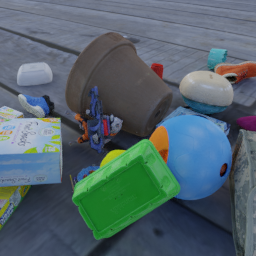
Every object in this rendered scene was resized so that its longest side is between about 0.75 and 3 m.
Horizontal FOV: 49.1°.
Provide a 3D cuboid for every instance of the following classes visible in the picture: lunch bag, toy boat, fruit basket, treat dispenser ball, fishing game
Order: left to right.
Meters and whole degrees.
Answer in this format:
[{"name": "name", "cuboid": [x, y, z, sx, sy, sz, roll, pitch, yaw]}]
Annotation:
[{"name": "fishing game", "cuboid": [-0.851, 1.195, 6.947, 1.159, 0.180, 0.830, -8, 38, -12]}, {"name": "fruit basket", "cuboid": [-0.079, 1.116, 5.621, 2.004, 2.004, 1.445, -29, 83, -35]}, {"name": "toy boat", "cuboid": [2.041, -1.267, 9.661, 2.993, 1.391, 2.516, 15, 25, 13]}, {"name": "treat dispenser ball", "cuboid": [1.347, 0.647, 6.298, 1.884, 1.884, 1.884, 0, 34, 0]}, {"name": "lunch bag", "cuboid": [3.215, 1.469, 5.296, 2.271, 1.628, 2.769, 7, 41, 9]}]

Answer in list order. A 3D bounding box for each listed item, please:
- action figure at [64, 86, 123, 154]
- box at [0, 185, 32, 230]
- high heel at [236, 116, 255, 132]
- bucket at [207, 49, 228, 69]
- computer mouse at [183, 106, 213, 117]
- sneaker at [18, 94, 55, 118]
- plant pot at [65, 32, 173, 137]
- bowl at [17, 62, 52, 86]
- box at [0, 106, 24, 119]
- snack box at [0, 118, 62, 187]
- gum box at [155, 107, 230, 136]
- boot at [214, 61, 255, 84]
[{"name": "action figure", "cuboid": [-0.904, -0.217, 7.621, 1.678, 1.735, 0.907, 2, 1, 27]}, {"name": "box", "cuboid": [-3.098, 1.684, 5.937, 1.227, 0.506, 2.091, 8, 32, 11]}, {"name": "high heel", "cuboid": [4.614, -0.353, 8.286, 2.522, 1.212, 0.850, 7, 35, 10]}, {"name": "bucket", "cuboid": [3.998, -3.066, 12.534, 0.659, 1.013, 1.013, 17, 38, 25]}, {"name": "computer mouse", "cuboid": [2.430, -0.533, 9.473, 1.037, 0.239, 0.728, 25, 32, 35]}, {"name": "sneaker", "cuboid": [-3.110, -0.885, 9.660, 1.378, 0.529, 0.767, 29, 49, 29]}, {"name": "plant pot", "cuboid": [-0.046, -1.052, 8.341, 2.426, 2.781, 2.781, 34, 45, 18]}, {"name": "bowl", "cuboid": [-3.972, -2.345, 11.846, 1.437, 0.536, 1.435, -9, 35, -11]}, {"name": "box", "cuboid": [-3.764, -0.292, 8.872, 0.896, 0.454, 0.504, 19, 38, 25]}, {"name": "snack box", "cuboid": [-2.668, 0.470, 6.776, 2.094, 0.840, 2.483, -1, 20, -12]}, {"name": "gum box", "cuboid": [1.941, 0.058, 8.422, 1.737, 0.387, 1.476, 23, 40, 30]}, {"name": "boot", "cuboid": [4.662, -2.211, 11.568, 1.965, 0.737, 1.054, -3, 39, 7]}]
